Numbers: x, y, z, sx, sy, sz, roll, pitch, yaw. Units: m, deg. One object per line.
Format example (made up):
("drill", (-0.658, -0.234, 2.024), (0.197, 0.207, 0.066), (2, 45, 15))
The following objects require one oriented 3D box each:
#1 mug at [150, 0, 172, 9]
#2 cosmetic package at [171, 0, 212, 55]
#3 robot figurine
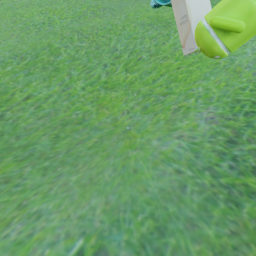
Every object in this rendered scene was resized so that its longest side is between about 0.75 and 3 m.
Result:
("mug", (1.407, -4.641, 9.472), (1.276, 1.049, 0.789), (12, 18, 41))
("cosmetic package", (1.489, -2.573, 6.421), (0.593, 1.623, 0.840), (-16, 8, -6))
("robot figurine", (1.794, -1.811, 4.911), (0.828, 1.431, 1.255), (56, 26, 6))
